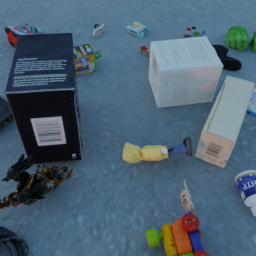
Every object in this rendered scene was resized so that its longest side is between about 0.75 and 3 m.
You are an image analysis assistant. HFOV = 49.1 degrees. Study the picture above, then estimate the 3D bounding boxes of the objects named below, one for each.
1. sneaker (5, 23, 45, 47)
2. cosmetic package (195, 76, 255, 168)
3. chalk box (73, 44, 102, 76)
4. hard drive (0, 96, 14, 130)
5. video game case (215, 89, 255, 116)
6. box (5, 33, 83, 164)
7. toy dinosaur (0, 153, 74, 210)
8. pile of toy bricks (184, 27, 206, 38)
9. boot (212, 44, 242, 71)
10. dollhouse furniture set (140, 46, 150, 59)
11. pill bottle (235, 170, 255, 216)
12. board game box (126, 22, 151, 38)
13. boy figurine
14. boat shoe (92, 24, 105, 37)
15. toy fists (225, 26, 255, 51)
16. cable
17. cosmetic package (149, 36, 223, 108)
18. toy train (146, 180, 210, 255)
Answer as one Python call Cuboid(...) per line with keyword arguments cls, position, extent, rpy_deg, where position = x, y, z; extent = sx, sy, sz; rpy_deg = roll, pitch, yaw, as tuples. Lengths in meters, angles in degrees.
Cuboid(cls="sneaker", position=(-3.936, -3.720, 11.593), extent=(1.302, 1.081, 2.726), rpy_deg=(-36, 59, -28))
Cuboid(cls="cosmetic package", position=(2.961, -0.251, 8.498), extent=(0.939, 1.330, 2.570), rpy_deg=(20, 52, 17))
Cuboid(cls="chalk box", position=(-1.680, -2.670, 10.879), extent=(1.308, 0.811, 0.816), rpy_deg=(-17, 51, -15))
Cuboid(cls="hard drive", position=(-4.883, -0.175, 8.976), extent=(1.549, 0.486, 2.297), rpy_deg=(33, 57, 25))
Cuboid(cls="video game case", position=(4.131, -1.073, 9.953), extent=(1.722, 0.153, 1.233), rpy_deg=(25, 54, 20))
Cuboid(cls="box", position=(-2.194, -0.844, 7.955), extent=(1.584, 2.653, 2.698), rpy_deg=(-4, 46, -8))
Cuboid(cls="toy dinosaur", position=(-2.382, 1.525, 6.941), extent=(1.130, 1.502, 2.213), rpy_deg=(37, 66, 8))
Cuboid(cls="pile of toy bricks", position=(3.039, -4.111, 12.371), extent=(1.014, 0.562, 0.500), rpy_deg=(18, 12, 27))
Cuboid(cls="boot", position=(3.886, -2.852, 11.260), extent=(1.355, 0.502, 1.111), rpy_deg=(12, 48, 12))
Cuboid(cls="dollhouse furniture set", position=(1.086, -3.108, 11.440), extent=(0.660, 0.499, 1.226), rpy_deg=(-24, 54, -19))
Cuboid(cls="pill bottle", position=(3.287, 1.701, 7.301), extent=(0.635, 0.635, 1.061), rpy_deg=(-6, 50, -5))
Cuboid(cls="board game box", position=(0.481, -4.492, 12.796), extent=(0.899, 0.211, 0.679), rpy_deg=(32, 57, 24))
Cuboid(cls="boy figurine", position=(0.810, 0.630, 7.980), extent=(1.920, 1.194, 0.619), rpy_deg=(-5, 90, 6))
Cuboid(cls="boat shoe", position=(-1.444, -4.418, 12.682), extent=(0.453, 0.364, 0.976), rpy_deg=(16, 44, 22))
Cuboid(cls="toy fists", position=(5.185, -3.724, 11.850), extent=(2.081, 0.716, 1.061), rpy_deg=(9, 43, 9))
Cuboid(cls="cable", position=(-3.466, 3.068, 6.213), extent=(2.412, 0.613, 1.968), rpy_deg=(-19, 42, -22))
Cuboid(cls="cosmetic package", position=(1.875, -1.925, 9.674), extent=(2.009, 1.671, 1.681), rpy_deg=(-6, 50, -4))
Cuboid(cls="toy train", position=(1.018, 2.426, 6.588), extent=(1.341, 0.981, 2.317), rpy_deg=(-15, 50, 5))
